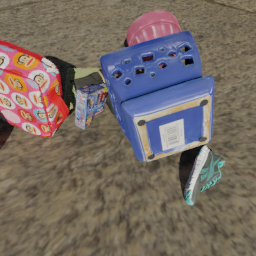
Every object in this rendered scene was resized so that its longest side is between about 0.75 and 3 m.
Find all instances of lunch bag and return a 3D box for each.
[{"bbox_3d":[-2.779,-0.894,7.819,2.417,2.744,1.124,22,56,6],"label":"lunch bag"}]

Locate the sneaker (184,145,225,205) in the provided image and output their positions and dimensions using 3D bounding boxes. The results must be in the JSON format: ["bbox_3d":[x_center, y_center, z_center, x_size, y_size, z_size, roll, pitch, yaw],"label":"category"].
[{"bbox_3d":[1.967,1.223,7.024,0.785,0.668,1.721,25,57,11],"label":"sneaker"}]

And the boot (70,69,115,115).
[{"bbox_3d":[-1.081,-1.043,9.401,1.210,0.678,1.750,-20,69,-20],"label":"boot"}]

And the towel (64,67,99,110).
[{"bbox_3d":[-1.610,-1.455,10.125,1.356,0.333,1.827,-2,60,-6],"label":"towel"}]

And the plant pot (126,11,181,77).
[{"bbox_3d":[1.175,-3.080,11.018,2.183,2.183,1.954,-8,64,-9],"label":"plant pot"}]

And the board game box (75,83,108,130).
[{"bbox_3d":[-1.175,-0.673,8.652,0.403,1.308,1.308,27,28,16],"label":"board game box"}]

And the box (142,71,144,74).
[{"bbox_3d":[0.344,-1.049,8.885,0.334,1.059,1.924,36,20,-18],"label":"box"}]

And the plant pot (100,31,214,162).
[{"bbox_3d":[0.900,-0.685,7.633,2.603,2.603,2.340,-17,48,-1],"label":"plant pot"}]
